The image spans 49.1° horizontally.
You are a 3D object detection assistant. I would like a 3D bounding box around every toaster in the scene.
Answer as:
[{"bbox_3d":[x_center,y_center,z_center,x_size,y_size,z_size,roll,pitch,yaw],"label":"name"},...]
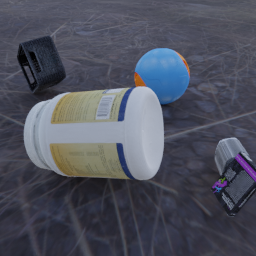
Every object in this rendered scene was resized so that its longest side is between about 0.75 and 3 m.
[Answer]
[{"bbox_3d":[2.473,0.725,6.725,0.613,1.078,0.697,-10,45,-3],"label":"toaster"}]

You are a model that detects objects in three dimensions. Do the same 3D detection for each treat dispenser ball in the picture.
[{"bbox_3d":[1.207,-1.832,9.991,1.959,1.959,1.959,0,33,0],"label":"treat dispenser ball"}]

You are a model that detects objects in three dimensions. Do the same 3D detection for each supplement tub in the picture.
[{"bbox_3d":[-0.741,0.140,6.559,2.822,2.037,2.037,-1,31,22],"label":"supplement tub"}]

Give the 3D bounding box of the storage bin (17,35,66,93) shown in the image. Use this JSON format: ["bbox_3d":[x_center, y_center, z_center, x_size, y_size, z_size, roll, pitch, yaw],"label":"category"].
[{"bbox_3d":[-3.203,-2.256,10.232,1.056,1.523,2.252,-24,9,-24],"label":"storage bin"}]

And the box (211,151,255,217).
[{"bbox_3d":[2.284,1.174,5.875,0.204,1.129,0.807,20,24,-24],"label":"box"}]
